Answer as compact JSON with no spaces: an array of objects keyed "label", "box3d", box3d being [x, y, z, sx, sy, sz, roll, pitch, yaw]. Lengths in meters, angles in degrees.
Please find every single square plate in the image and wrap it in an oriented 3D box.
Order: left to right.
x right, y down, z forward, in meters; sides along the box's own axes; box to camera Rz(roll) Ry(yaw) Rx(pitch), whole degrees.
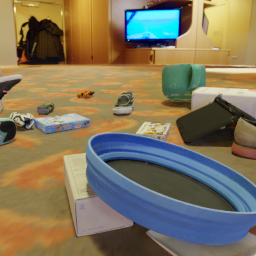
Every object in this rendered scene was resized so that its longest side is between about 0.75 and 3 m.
[{"label":"square plate","box3d":[0.975,1.424,3.483,1.089,0.156,1.100,-11,19,-34]}]

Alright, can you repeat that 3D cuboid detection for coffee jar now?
[{"label":"coffee jar","box3d":[-3.194,-0.767,10.928,0.422,0.345,0.809,2,15,6]}]

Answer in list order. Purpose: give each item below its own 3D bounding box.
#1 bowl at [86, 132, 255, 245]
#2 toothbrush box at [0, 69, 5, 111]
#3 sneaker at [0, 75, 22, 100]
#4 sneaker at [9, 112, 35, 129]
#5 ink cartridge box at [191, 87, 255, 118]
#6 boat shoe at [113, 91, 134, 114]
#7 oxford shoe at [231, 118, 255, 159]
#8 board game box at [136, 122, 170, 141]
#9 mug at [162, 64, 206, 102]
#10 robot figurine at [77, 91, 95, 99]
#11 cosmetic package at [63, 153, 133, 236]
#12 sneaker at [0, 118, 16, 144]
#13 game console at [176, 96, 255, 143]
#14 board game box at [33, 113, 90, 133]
[{"label":"bowl","box3d":[0.594,0.715,3.954,2.483,0.487,2.483,16,12,-3]},{"label":"toothbrush box","box3d":[-5.492,-1.470,10.484,1.148,1.941,2.666,-4,16,-15]},{"label":"sneaker","box3d":[-4.146,-0.851,8.789,2.200,1.091,0.778,-24,5,4]},{"label":"sneaker","box3d":[-3.156,-0.178,8.843,0.670,0.411,1.029,32,0,18]},{"label":"ink cartridge box","box3d":[3.643,-0.934,10.394,2.262,0.959,1.648,9,18,25]},{"label":"boat shoe","box3d":[-0.170,-1.066,11.242,0.757,0.745,2.100,2,16,7]},{"label":"oxford shoe","box3d":[3.687,0.235,6.246,2.518,0.942,0.887,3,16,10]},{"label":"board game box","box3d":[0.754,0.096,8.075,0.805,0.221,1.276,3,16,14]},{"label":"mug","box3d":[2.418,-1.948,12.409,1.957,1.473,2.382,1,1,24]},{"label":"robot figurine","box3d":[-2.170,-1.730,14.448,0.747,0.300,1.031,6,17,19]},{"label":"cosmetic package","box3d":[-0.540,0.929,4.455,0.831,0.587,1.606,-5,17,-16]},{"label":"sneaker","box3d":[-4.096,0.160,6.948,1.525,0.848,2.181,5,7,23]},{"label":"game console","box3d":[2.841,0.033,8.288,2.227,1.474,2.533,30,16,-5]},{"label":"board game box","box3d":[-2.114,-0.178,8.966,1.469,0.269,1.111,-11,19,-34]}]
